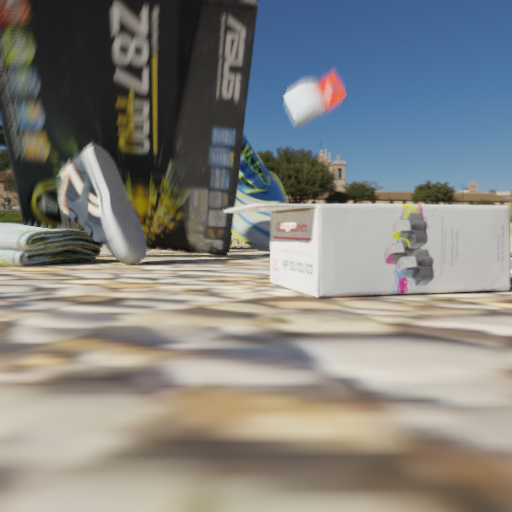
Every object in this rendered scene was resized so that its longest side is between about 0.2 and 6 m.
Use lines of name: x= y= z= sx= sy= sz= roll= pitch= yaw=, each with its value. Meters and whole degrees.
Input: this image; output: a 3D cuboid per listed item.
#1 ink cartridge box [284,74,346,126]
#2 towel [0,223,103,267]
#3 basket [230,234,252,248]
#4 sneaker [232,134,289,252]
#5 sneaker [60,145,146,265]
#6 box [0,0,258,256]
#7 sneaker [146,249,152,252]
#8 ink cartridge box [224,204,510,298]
ink cartridge box: x=0.900 y=-2.490 z=8.747 sx=0.845 sy=0.676 sz=0.200 roll=-31 pitch=-44 yaw=15
towel: x=-3.153 y=-0.175 z=7.062 sx=1.912 sy=0.460 sz=1.636 roll=3 pitch=3 yaw=16
basket: x=-0.672 y=-1.172 z=13.717 sx=1.644 sy=2.045 sz=2.026 roll=-2 pitch=2 yaw=-5
sneaker: x=-0.542 y=-1.570 z=9.383 sx=1.266 sy=3.342 sz=1.756 roll=-35 pitch=-12 yaw=2
sneaker: x=-1.923 y=-0.516 z=6.941 sx=0.689 sy=1.736 sz=0.681 roll=-32 pitch=-27 yaw=12
box: x=-1.766 y=-1.833 z=7.719 sx=3.206 sy=3.977 sz=0.977 roll=4 pitch=43 yaw=-6
sneaker: x=-2.157 y=-1.205 z=10.578 sx=0.706 sy=2.125 sz=0.962 roll=-3 pitch=-22 yaw=-2
ink cartridge box: x=0.673 y=-0.054 z=3.697 sx=1.642 sy=0.557 sz=0.945 roll=-1 pitch=2 yaw=-15
